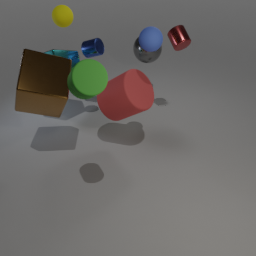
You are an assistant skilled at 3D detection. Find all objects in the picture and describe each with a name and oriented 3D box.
[{"bbox_3d":[-1.447,-3.301,11.572,0.700,0.700,0.700,-4,25,29],"label":"cylinder"},{"bbox_3d":[-0.820,-0.951,5.585,0.700,0.700,0.700,-11,3,-19],"label":"cylinder"},{"bbox_3d":[-2.839,-2.278,11.262,1.400,1.400,1.400,-6,8,34],"label":"cube"},{"bbox_3d":[0.662,-2.580,8.138,0.700,0.700,0.700,0,30,0],"label":"ball"},{"bbox_3d":[-2.586,-1.301,8.523,1.400,1.400,1.400,9,65,-20],"label":"cube"},{"bbox_3d":[0.952,-3.878,13.659,1.400,1.400,1.400,0,30,0],"label":"ball"},{"bbox_3d":[-2.165,-3.702,9.280,0.700,0.700,0.700,0,30,0],"label":"ball"},{"bbox_3d":[1.960,-3.442,10.722,0.700,0.700,0.700,-16,76,-26],"label":"cylinder"},{"bbox_3d":[-0.084,-1.075,9.380,1.400,1.400,1.400,-19,12,43],"label":"cylinder"}]
